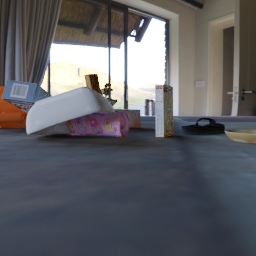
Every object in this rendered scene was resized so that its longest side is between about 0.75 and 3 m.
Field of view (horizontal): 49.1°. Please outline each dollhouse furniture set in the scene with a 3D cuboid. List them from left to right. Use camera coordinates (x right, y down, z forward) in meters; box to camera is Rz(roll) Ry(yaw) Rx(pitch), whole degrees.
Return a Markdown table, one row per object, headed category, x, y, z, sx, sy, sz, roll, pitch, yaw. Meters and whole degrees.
| category | x | y | z | sx | sy | sz | roll | pitch | yaw |
| --- | --- | --- | --- | --- | --- | --- | --- | --- | --- |
| dollhouse furniture set | -0.848 | -1.401 | 11.980 | 0.540 | 0.813 | 0.713 | 5 | -32 | -40 |

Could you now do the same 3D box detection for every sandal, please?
| category | x | y | z | sx | sy | sz | roll | pitch | yaw |
| --- | --- | --- | --- | --- | --- | --- | --- | --- | --- |
| sandal | 2.339 | -0.086 | 8.417 | 0.779 | 0.439 | 2.050 | 3 | 4 | 38 |

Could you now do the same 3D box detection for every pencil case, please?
| category | x | y | z | sx | sy | sz | roll | pitch | yaw |
| --- | --- | --- | --- | --- | --- | --- | --- | --- | --- |
| pencil case | -0.760 | -0.119 | 6.918 | 1.570 | 0.686 | 0.686 | 2 | 4 | 21 |

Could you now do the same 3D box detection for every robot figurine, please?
| category | x | y | z | sx | sy | sz | roll | pitch | yaw |
| --- | --- | --- | --- | --- | --- | --- | --- | --- | --- |
| robot figurine | -4.519 | -0.814 | 10.977 | 2.811 | 2.022 | 1.639 | -2 | -27 | -15 |

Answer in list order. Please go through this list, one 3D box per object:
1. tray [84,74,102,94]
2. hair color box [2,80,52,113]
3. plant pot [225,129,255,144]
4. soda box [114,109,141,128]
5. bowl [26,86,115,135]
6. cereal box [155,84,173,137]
| category | x | y | z | sx | sy | sz | roll | pitch | yaw |
| --- | --- | --- | --- | --- | --- | --- | --- | --- | --- |
| tray | -1.338 | -1.442 | 11.291 | 0.270 | 1.461 | 0.720 | -9 | 7 | 24 |
| hair color box | -2.677 | -0.751 | 8.088 | 0.906 | 0.555 | 1.829 | 9 | -11 | 10 |
| plant pot | 2.855 | 0.178 | 5.796 | 1.612 | 0.221 | 1.612 | -1 | 3 | 0 |
| soda box | -0.498 | -0.366 | 10.702 | 2.146 | 0.734 | 0.682 | -3 | 4 | -41 |
| bowl | -1.418 | -0.434 | 7.014 | 1.995 | 0.746 | 1.998 | -17 | -1 | 6 |
| cereal box | 0.926 | -0.436 | 7.071 | 0.254 | 1.285 | 0.924 | 0 | 3 | 24 |
